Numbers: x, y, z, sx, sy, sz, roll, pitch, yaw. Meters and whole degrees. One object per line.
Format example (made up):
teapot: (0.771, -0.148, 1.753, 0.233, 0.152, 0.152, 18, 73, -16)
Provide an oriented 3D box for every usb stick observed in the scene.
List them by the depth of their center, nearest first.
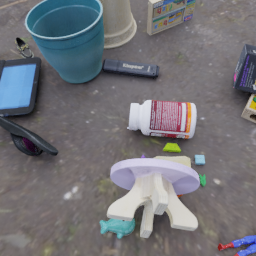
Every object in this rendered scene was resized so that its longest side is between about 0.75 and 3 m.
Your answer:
usb stick: (0.099, -2.318, 10.890, 2.212, 0.361, 0.613, 9, 57, 5)

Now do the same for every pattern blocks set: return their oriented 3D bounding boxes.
pattern blocks set: (1.360, 1.303, 8.690, 2.096, 0.170, 1.843, 10, 57, 6)

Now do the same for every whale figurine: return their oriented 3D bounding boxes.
whale figurine: (-0.289, 2.609, 7.638, 0.974, 0.505, 0.775, -6, 57, -4)

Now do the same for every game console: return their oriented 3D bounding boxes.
game console: (-4.634, -1.848, 9.868, 1.646, 2.374, 2.782, -25, 52, 28)

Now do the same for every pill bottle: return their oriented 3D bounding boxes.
pill bottle: (1.100, -0.308, 9.150, 2.067, 1.167, 1.167, 5, 57, 3)

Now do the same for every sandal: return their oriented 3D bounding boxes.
sandal: (-3.311, 0.392, 8.961, 2.689, 1.011, 0.644, 25, 85, 24)

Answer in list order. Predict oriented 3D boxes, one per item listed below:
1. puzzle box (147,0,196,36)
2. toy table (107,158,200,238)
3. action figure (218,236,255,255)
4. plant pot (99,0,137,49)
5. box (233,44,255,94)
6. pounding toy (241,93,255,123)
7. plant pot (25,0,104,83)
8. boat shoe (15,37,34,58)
puzzle box: (1.888, -5.060, 12.017, 2.379, 1.583, 0.302, -28, 61, -16)
toy table: (0.692, 1.781, 7.233, 2.406, 2.212, 1.409, 2, 50, 5)
action figure: (3.392, 2.915, 7.232, 1.898, 0.939, 0.619, -14, 58, -12)
plant pot: (-0.983, -5.156, 11.498, 2.775, 2.540, 2.775, 0, 57, 0)
box: (5.128, -1.893, 9.812, 2.501, 1.326, 1.529, 18, 32, 11)
pounding toy: (4.669, -0.439, 9.569, 1.328, 0.608, 1.167, 26, 60, 16)
plant pot: (-1.963, -3.038, 10.115, 2.571, 2.416, 2.571, -4, 54, 5)
boat shoe: (-4.322, -3.300, 11.579, 0.436, 0.368, 1.222, -33, 63, -20)
